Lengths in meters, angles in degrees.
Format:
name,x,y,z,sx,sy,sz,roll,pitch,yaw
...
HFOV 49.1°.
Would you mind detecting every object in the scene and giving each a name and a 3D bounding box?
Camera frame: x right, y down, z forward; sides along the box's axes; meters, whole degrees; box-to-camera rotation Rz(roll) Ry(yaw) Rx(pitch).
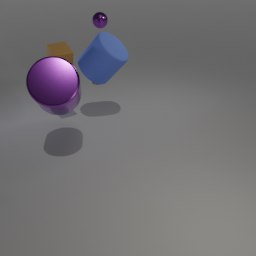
name,x,y,z,sx,sy,sz,roll,pitch,yaw
ball,-1.264,-4.875,12.672,0.700,0.700,0.700,0,29,0
cylinder,-2.075,-1.163,8.088,1.400,1.400,1.400,-5,-6,-8
cube,-2.392,-2.507,9.844,0.700,0.700,0.700,-21,57,-29
cylinder,-0.927,-2.597,10.501,1.400,1.400,1.400,29,40,-28
